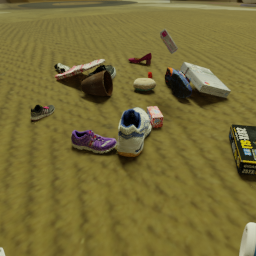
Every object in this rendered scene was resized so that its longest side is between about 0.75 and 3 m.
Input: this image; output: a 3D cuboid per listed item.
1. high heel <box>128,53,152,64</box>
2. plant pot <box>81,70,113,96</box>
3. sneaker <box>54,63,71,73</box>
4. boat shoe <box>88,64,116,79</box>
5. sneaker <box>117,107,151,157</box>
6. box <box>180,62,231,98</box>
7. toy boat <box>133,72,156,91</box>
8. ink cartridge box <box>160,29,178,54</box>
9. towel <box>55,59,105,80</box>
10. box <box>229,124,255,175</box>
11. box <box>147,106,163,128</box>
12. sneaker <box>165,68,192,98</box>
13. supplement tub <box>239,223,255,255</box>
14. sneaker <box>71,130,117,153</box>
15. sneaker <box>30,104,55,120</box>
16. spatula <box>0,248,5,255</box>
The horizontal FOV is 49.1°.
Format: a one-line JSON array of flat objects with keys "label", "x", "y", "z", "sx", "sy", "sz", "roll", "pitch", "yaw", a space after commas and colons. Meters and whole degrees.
[{"label": "high heel", "x": 0.752, "y": -4.434, "z": 17.510, "sx": 1.529, "sy": 0.735, "sz": 0.516, "roll": 8, "pitch": 32, "yaw": 14}, {"label": "plant pot", "x": -1.519, "y": -2.036, "z": 13.319, "sx": 1.279, "sy": 1.196, "sz": 1.196, "roll": -6, "pitch": 28, "yaw": 18}, {"label": "sneaker", "x": -3.896, "y": -3.443, "z": 16.174, "sx": 1.133, "sy": 0.420, "sz": 0.501, "roll": 16, "pitch": 32, "yaw": 25}, {"label": "boat shoe", "x": -1.344, "y": -2.916, "z": 14.930, "sx": 0.964, "sy": 0.795, "sz": 2.809, "roll": 9, "pitch": 32, "yaw": 14}, {"label": "sneaker", "x": 0.285, "y": -0.222, "z": 10.036, "sx": 1.076, "sy": 1.260, "sz": 2.858, "roll": 2, "pitch": 30, "yaw": 6}, {"label": "box", "x": 3.700, "y": -2.334, "z": 13.509, "sx": 1.686, "sy": 0.445, "sz": 2.163, "roll": 8, "pitch": 35, "yaw": -27}, {"label": "toy boat", "x": 0.956, "y": -2.256, "z": 14.130, "sx": 1.159, "sy": 0.641, "sz": 1.379, "roll": 9, "pitch": 40, "yaw": 23}, {"label": "ink cartridge box", "x": 1.774, "y": -3.740, "z": 12.235, "sx": 0.339, "sy": 0.965, "sz": 1.616, "roll": -33, "pitch": 6, "yaw": 14}, {"label": "towel", "x": -2.600, "y": -3.188, "z": 15.043, "sx": 2.376, "sy": 0.355, "sz": 1.739, "roll": -7, "pitch": 23, "yaw": 37}, {"label": "box", "x": 4.400, "y": 0.703, "z": 9.193, "sx": 1.790, "sy": 0.553, "sz": 2.242, "roll": 4, "pitch": 31, "yaw": 9}, {"label": "box", "x": 1.064, "y": -0.453, "z": 11.170, "sx": 0.437, "sy": 0.474, "sz": 0.924, "roll": -6, "pitch": 31, "yaw": -9}, {"label": "sneaker", "x": 2.657, "y": -2.323, "z": 13.816, "sx": 1.073, "sy": 1.031, "sz": 2.736, "roll": 1, "pitch": 33, "yaw": -10}, {"label": "supplement tub", "x": 3.038, "y": 2.579, "z": 5.606, "sx": 1.395, "sy": 1.009, "sz": 1.009, "roll": 12, "pitch": 33, "yaw": 19}, {"label": "sneaker", "x": -1.184, "y": 0.408, "z": 9.539, "sx": 1.642, "sy": 0.685, "sz": 0.662, "roll": 6, "pitch": 32, "yaw": 8}, {"label": "sneaker", "x": -3.555, "y": -0.771, "z": 11.638, "sx": 0.444, "sy": 0.527, "sz": 1.205, "roll": 22, "pitch": 38, "yaw": 32}, {"label": "spatula", "x": -2.688, "y": 3.304, "z": 5.293, "sx": 1.451, "sy": 0.168, "sz": 2.087, "roll": -24, "pitch": 37, "yaw": -26}]
